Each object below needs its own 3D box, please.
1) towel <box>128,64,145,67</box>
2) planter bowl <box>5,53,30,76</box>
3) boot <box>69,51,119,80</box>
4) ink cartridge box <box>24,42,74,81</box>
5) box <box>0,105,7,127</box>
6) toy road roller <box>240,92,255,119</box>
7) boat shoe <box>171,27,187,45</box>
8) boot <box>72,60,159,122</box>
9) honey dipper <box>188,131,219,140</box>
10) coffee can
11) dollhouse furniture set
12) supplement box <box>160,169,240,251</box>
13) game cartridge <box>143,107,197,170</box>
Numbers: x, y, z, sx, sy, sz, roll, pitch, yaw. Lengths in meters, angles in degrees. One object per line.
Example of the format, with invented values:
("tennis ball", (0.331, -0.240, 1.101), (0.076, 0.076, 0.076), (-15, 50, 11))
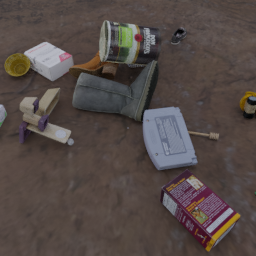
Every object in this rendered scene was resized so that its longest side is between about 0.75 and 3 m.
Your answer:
("towel", (0.505, -3.527, 13.014), (1.351, 0.698, 1.631), (-11, 48, -11))
("planter bowl", (-4.767, -2.670, 12.276), (1.093, 0.455, 1.093), (0, 75, -1))
("boot", (-1.411, -2.862, 12.088), (2.071, 0.794, 1.608), (0, 57, 12))
("ink cartridge box", (-3.510, -2.998, 12.489), (1.781, 0.737, 1.305), (32, 55, 26))
("box", (-5.124, -0.320, 10.131), (0.996, 0.546, 1.128), (3, 47, 3))
("toy road roller", (4.910, -0.935, 10.559), (1.328, 0.816, 0.970), (1, 35, 2))
("boat shoe", (2.677, -4.865, 14.414), (0.548, 0.467, 1.638), (21, 50, 18))
("boot", (-0.461, -1.636, 10.670), (2.856, 1.036, 2.597), (17, 77, 20))
("honey dipper", (2.548, 0.221, 9.868), (1.231, 0.234, 0.234), (8, 48, 10))
("coffee can", (0.051, -3.366, 11.291), (2.155, 1.577, 1.577), (1, 46, -17))
("dollhouse furniture set", (-2.401, -0.635, 9.840), (1.761, 1.966, 2.481), (20, 45, -2))
("supplement box", (1.883, 2.177, 7.630), (1.036, 0.804, 1.877), (-30, 54, -25))
("game cartridge", (1.283, 0.312, 9.355), (1.481, 0.449, 2.221), (-5, 58, -10))
